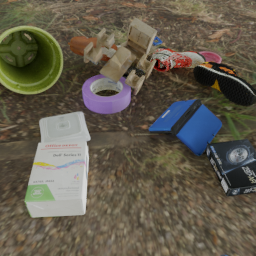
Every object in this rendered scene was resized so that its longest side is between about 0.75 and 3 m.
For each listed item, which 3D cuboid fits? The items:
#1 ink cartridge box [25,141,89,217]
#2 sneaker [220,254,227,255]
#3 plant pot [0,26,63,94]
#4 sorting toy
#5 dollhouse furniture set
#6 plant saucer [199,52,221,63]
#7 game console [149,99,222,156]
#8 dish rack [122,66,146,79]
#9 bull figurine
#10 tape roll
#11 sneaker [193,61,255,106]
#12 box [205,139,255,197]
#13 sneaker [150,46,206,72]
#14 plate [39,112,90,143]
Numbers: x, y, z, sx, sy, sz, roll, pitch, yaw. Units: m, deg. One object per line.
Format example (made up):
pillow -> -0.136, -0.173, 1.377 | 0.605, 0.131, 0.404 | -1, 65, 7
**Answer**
ink cartridge box -> -1.819, 1.134, 7.646 | 1.400, 0.805, 2.390 | -2, 44, -3
sneaker -> 2.433, 3.315, 5.593 | 0.647, 0.544, 1.651 | -12, 47, -17
plant pot -> -4.109, -2.882, 10.980 | 2.500, 2.500, 2.299 | -21, 36, -21
sorting toy -> 0.437, -3.570, 12.778 | 1.412, 0.342, 2.507 | 40, 60, 20
dollhouse furniture set -> -0.099, -2.753, 11.044 | 2.349, 1.664, 2.558 | 33, 67, 4
plant saucer -> 3.500, -2.976, 12.328 | 1.141, 0.289, 1.141 | 0, 43, 0
game console -> 1.923, -0.040, 9.340 | 1.602, 1.110, 1.876 | -2, 32, 46
dish rack -> 0.237, -2.278, 11.572 | 0.944, 0.336, 1.231 | 22, 48, 20
bull figurine -> -1.107, -3.268, 11.846 | 2.748, 0.895, 1.668 | 20, 18, 6
tape roll -> -0.778, -1.295, 10.367 | 1.757, 0.576, 1.757 | 0, 43, 0
sneaker -> 3.896, -1.886, 10.690 | 1.241, 0.965, 2.758 | -32, 50, -25
box -> 3.149, 1.088, 8.023 | 1.332, 0.362, 1.663 | -6, 44, -6
sneaker -> 2.034, -2.731, 11.777 | 2.233, 0.746, 1.197 | 19, 51, 19
plate -> -2.124, -0.014, 9.214 | 1.530, 0.248, 1.533 | -12, 42, -12
